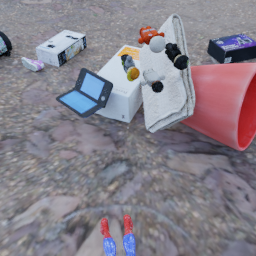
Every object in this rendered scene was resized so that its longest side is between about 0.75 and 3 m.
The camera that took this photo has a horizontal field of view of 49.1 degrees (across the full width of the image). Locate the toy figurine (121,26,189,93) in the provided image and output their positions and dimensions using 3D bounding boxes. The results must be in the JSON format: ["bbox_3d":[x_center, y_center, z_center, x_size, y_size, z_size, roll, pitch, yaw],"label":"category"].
[{"bbox_3d":[0.525,-1.341,5.720,1.146,1.128,0.797,24,27,-39],"label":"toy figurine"}]

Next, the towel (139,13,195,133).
[{"bbox_3d":[0.955,-1.416,7.774,0.494,1.900,2.867,4,71,-28],"label":"towel"}]

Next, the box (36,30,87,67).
[{"bbox_3d":[-2.768,-3.402,11.819,1.154,0.595,1.979,20,46,21],"label":"box"}]

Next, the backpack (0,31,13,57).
[{"bbox_3d":[-5.885,-3.387,11.422,1.487,1.128,1.781,32,53,28],"label":"backpack"}]

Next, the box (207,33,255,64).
[{"bbox_3d":[4.382,-3.314,11.699,1.688,0.666,1.192,-15,42,-15],"label":"box"}]

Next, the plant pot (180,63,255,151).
[{"bbox_3d":[2.499,-0.752,7.870,2.087,2.359,2.359,18,44,36],"label":"plant pot"}]

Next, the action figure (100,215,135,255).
[{"bbox_3d":[-0.012,2.894,4.964,0.846,1.284,2.594,-9,21,-5],"label":"action figure"}]

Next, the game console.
[{"bbox_3d":[-1.234,-1.025,7.884,1.285,1.097,0.760,32,18,26],"label":"game console"}]

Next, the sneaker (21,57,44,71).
[{"bbox_3d":[-3.750,-2.572,11.151,0.991,0.359,0.565,32,45,21],"label":"sneaker"}]

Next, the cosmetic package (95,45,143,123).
[{"bbox_3d":[-0.049,-1.619,9.528,1.509,1.060,2.975,16,45,16],"label":"cosmetic package"}]
